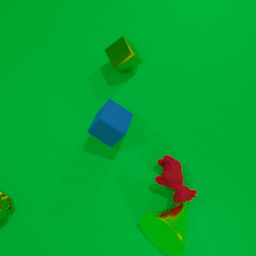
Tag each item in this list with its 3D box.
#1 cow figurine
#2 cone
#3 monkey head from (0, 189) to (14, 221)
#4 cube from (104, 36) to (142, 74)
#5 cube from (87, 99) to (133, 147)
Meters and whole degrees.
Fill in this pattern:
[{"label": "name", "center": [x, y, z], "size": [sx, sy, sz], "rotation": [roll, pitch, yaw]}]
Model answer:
[{"label": "cow figurine", "center": [1.375, 1.459, 7.848], "size": [1.211, 0.675, 1.231], "rotation": [25, 52, -17]}, {"label": "cone", "center": [1.287, 2.440, 7.621], "size": [1.372, 1.372, 1.377], "rotation": [44, 52, 11]}, {"label": "monkey head", "center": [-3.612, 2.069, 7.585], "size": [0.917, 1.275, 0.768], "rotation": [40, 39, 25]}, {"label": "cube", "center": [-0.139, -2.265, 8.803], "size": [0.754, 0.754, 0.754], "rotation": [-32, 75, 20]}, {"label": "cube", "center": [-0.491, -0.133, 7.877], "size": [0.835, 0.835, 0.835], "rotation": [34, 48, -14]}]
